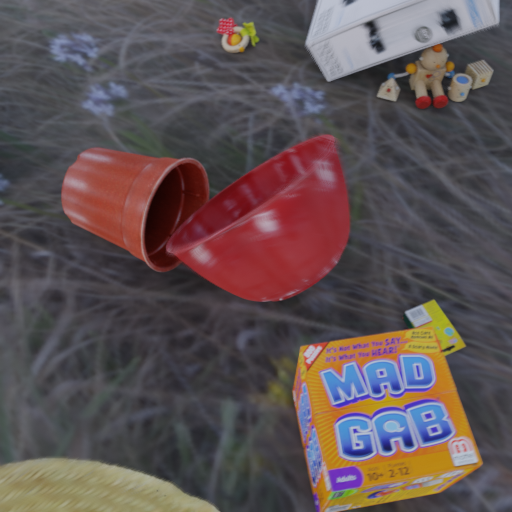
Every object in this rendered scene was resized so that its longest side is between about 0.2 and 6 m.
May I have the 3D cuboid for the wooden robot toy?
[{"bbox_3d":[3.523,-3.560,10.822,2.294,1.041,1.011,-4,57,-2],"label":"wooden robot toy"}]

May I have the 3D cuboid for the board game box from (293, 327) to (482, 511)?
[{"bbox_3d":[1.444,2.054,6.886,1.645,1.647,1.646,-8,58,-5],"label":"board game box"}]

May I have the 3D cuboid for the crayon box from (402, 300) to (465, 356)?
[{"bbox_3d":[2.633,1.125,8.333,0.534,0.214,0.841,-20,59,-12],"label":"crayon box"}]

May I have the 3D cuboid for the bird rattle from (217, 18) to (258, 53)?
[{"bbox_3d":[-0.446,-4.677,11.897,0.920,0.518,0.750,16,75,13],"label":"bird rattle"}]

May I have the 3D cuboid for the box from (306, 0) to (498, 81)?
[{"bbox_3d":[2.738,-4.769,10.639,3.334,1.002,1.945,-9,51,35],"label":"box"}]

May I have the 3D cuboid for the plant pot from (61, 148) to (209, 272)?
[{"bbox_3d":[-1.941,-0.869,8.811,1.744,1.793,1.793,19,59,21],"label":"plant pot"}]

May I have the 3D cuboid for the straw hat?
[{"bbox_3d":[-1.913,4.380,5.169,4.652,1.969,4.652,13,53,-18],"label":"straw hat"}]

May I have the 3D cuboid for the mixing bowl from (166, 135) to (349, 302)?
[{"bbox_3d":[0.279,-0.341,8.129,2.815,2.815,1.524,-41,106,-23],"label":"mixing bowl"}]
